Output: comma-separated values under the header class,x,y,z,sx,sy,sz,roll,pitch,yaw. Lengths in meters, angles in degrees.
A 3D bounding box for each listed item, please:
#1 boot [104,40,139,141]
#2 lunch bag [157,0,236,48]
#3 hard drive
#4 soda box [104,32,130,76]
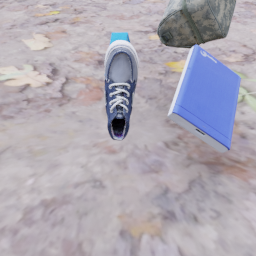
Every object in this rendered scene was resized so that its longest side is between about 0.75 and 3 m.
class,x,y,z,sx,sy,sz,roll,pitch,yaw
boot,-0.090,-0.485,4.041,0.513,1.409,0.636,-1,45,-1
lunch bag,1.748,-3.158,7.401,1.710,1.421,2.039,-5,51,39
hard drive,1.621,-0.660,5.645,1.326,0.255,2.010,32,54,-12
soda box,-0.264,-1.834,7.339,0.454,0.430,1.339,3,70,12
